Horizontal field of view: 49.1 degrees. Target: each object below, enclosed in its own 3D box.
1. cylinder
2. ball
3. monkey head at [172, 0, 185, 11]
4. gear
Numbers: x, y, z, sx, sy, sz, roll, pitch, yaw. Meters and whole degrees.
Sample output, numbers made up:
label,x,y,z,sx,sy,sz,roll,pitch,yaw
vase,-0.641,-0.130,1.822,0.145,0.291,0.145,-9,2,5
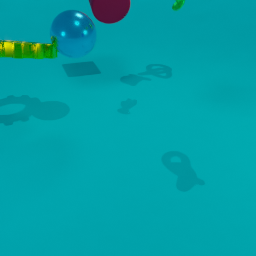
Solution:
label,x,y,z,sx,sy,sz,roll,pitch,yaw
cylinder,-0.692,-4.446,9.428,1.305,1.305,1.305,-9,57,-12
ball,-1.363,-2.336,7.008,1.153,1.153,1.153,0,36,0
monkey head,1.753,-4.144,8.181,1.042,1.449,0.873,19,25,14
gear,-2.903,-2.092,7.394,1.993,0.369,1.993,4,17,-1
